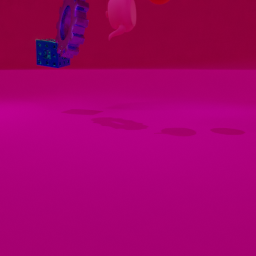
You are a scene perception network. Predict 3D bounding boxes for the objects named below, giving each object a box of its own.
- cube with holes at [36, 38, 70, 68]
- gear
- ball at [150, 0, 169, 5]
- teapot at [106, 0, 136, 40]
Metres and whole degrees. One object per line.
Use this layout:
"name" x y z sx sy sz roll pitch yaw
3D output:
"cube with holes" -2.949 -2.979 11.104 0.962 0.962 0.962 12 23 15
"gear" -1.841 -3.334 9.018 0.381 2.059 2.059 4 9 -31
"ball" 0.904 -3.944 7.901 0.841 0.841 0.841 0 13 0
"teapot" -0.231 -3.180 7.871 0.812 1.657 1.031 0 -18 14
